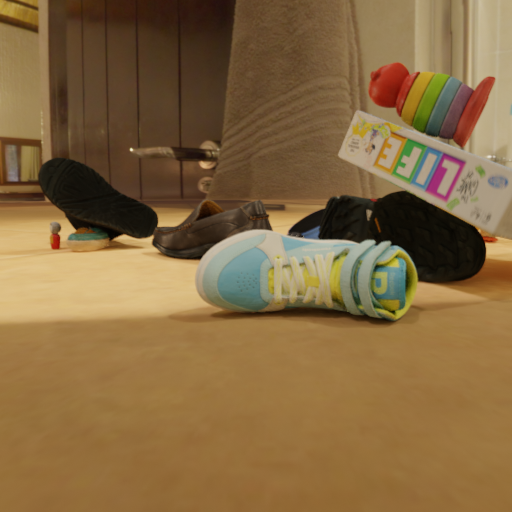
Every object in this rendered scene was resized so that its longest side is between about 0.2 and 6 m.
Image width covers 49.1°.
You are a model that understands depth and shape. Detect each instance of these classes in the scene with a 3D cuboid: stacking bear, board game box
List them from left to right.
[{"bbox_3d":[2.353,-2.222,7.884,1.590,0.904,0.965,26,-1,16],"label":"stacking bear"},{"bbox_3d":[3.887,-0.931,8.650,4.494,0.769,3.021,9,21,-35],"label":"board game box"}]

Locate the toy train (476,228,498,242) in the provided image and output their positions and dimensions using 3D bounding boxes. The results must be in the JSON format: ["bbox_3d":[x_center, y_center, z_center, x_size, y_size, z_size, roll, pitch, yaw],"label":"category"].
[{"bbox_3d":[5.019,-0.641,13.869,2.691,0.748,2.021,-1,8,21],"label":"toy train"}]

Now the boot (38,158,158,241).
[{"bbox_3d":[-3.963,-1.128,12.871,2.891,1.104,2.429,28,-18,-36],"label":"boot"}]

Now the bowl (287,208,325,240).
[{"bbox_3d":[1.401,-0.718,13.242,1.477,0.290,1.477,-27,16,8],"label":"bowl"}]

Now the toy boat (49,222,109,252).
[{"bbox_3d":[-3.978,-0.428,12.358,1.305,0.606,1.097,3,8,12],"label":"toy boat"}]

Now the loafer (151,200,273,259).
[{"bbox_3d":[-0.875,-0.524,10.889,3.204,1.158,1.166,4,12,40],"label":"loafer"}]

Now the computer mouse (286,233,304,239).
[{"bbox_3d":[0.504,-0.262,11.918,0.505,0.293,1.724,3,13,31],"label":"computer mouse"}]

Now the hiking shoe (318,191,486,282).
[{"bbox_3d":[2.611,-0.398,9.497,1.565,1.343,3.611,9,10,-28],"label":"hiking shoe"}]

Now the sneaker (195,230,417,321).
[{"bbox_3d":[0.684,0.218,6.090,2.444,0.972,1.595,-5,7,-28],"label":"sneaker"}]
